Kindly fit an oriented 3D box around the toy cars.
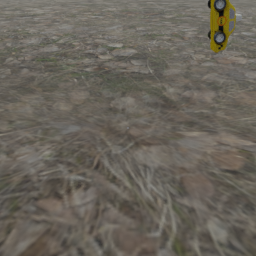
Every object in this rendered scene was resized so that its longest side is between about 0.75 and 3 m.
[{"bbox_3d":[2.202,-3.266,6.705,0.660,1.335,2.979,-5,73,6],"label":"toy cars"}]
